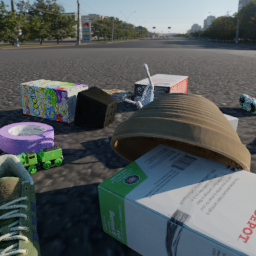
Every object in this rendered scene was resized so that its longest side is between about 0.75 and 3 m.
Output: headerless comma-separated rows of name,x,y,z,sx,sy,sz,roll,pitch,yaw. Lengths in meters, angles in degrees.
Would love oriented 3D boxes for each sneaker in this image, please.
sneaker,-1.701,1.275,3.802,0.897,1.201,2.676,-7,21,-18
sneaker,5.153,-0.942,11.133,1.019,0.566,1.457,-1,29,-7

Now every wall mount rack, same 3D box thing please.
wall mount rack,0.297,-0.619,7.327,0.734,1.711,1.969,18,60,-16

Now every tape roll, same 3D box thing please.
tape roll,-2.738,0.265,7.622,1.390,0.456,1.390,5,19,-2

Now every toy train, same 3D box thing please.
toy train,-2.287,0.779,6.273,1.740,0.491,0.363,-13,23,-34

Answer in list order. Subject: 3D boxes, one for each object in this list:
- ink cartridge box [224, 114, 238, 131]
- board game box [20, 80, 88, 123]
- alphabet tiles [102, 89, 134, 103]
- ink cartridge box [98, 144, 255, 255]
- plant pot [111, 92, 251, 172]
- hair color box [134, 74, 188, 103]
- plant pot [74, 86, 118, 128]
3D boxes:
ink cartridge box,1.886,-0.092,8.127,1.412,0.819,1.949,-8,21,-31
board game box,-2.726,-1.060,10.426,2.272,1.170,1.192,11,22,27
alphabet tiles,-1.111,-1.484,13.210,2.504,0.113,2.995,17,26,39
ink cartridge box,0.978,1.236,4.152,2.327,0.978,1.698,17,29,38
plant pot,0.990,0.128,5.174,2.427,1.120,2.427,14,-21,6
hair color box,1.585,-1.796,12.869,1.630,0.940,2.940,10,20,24
plant pot,-1.016,-0.630,9.408,1.045,1.178,1.175,18,24,17
